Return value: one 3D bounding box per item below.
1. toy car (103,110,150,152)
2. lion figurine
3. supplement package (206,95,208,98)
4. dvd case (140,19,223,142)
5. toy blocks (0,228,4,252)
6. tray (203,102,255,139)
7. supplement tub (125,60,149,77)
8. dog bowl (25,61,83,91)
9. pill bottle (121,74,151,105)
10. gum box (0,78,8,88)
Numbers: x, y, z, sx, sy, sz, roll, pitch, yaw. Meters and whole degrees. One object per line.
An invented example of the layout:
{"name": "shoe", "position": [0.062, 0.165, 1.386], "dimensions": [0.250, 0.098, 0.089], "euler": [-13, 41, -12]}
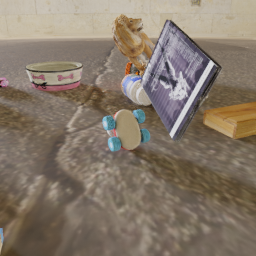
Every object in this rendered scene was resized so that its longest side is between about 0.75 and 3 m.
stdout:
{"name": "toy car", "position": [-0.211, 0.104, 7.738], "dimensions": [1.115, 1.070, 1.210], "euler": [-14, -2, -27]}
{"name": "lion figurine", "position": [0.231, -2.635, 8.621], "dimensions": [1.000, 1.690, 2.760], "euler": [-37, 14, 12]}
{"name": "supplement package", "position": [2.626, -1.863, 12.047], "dimensions": [1.036, 1.028, 1.365], "euler": [-13, 25, -28]}
{"name": "dvd case", "position": [0.949, -1.073, 5.886], "dimensions": [0.181, 1.686, 2.267], "euler": [7, 37, -25]}
{"name": "toy blocks", "position": [-2.425, 1.728, 3.933], "dimensions": [1.493, 0.746, 1.021], "euler": [-6, 12, -17]}
{"name": "tray", "position": [4.050, -0.371, 9.105], "dimensions": [2.856, 0.529, 1.409], "euler": [-9, 24, -24]}
{"name": "supplement tub", "position": [1.039, -2.541, 13.301], "dimensions": [2.173, 1.332, 1.332], "euler": [6, 23, 15]}
{"name": "dog bowl", "position": [-3.594, -2.604, 13.896], "dimensions": [2.741, 1.011, 2.741], "euler": [-1, 22, 0]}
{"name": "pill bottle", "position": [0.441, -1.524, 11.247], "dimensions": [1.007, 1.007, 1.797], "euler": [-8, 24, -18]}
{"name": "gum box", "position": [-6.473, -2.179, 13.663], "dimensions": [1.147, 0.379, 0.651], "euler": [-13, 24, -28]}
